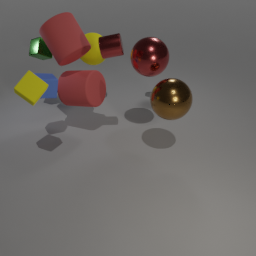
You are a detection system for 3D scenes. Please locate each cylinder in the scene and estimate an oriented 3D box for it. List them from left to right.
[{"bbox_3d":[-2.303,-3.256,10.342,1.400,1.400,1.400,-31,5,3],"label":"cylinder"},{"bbox_3d":[-1.797,-1.549,11.002,1.400,1.400,1.400,5,30,27],"label":"cylinder"},{"bbox_3d":[-0.540,-2.651,9.078,0.700,0.700,0.700,-9,30,6],"label":"cylinder"}]

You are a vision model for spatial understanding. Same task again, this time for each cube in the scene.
[{"bbox_3d":[-2.907,-1.179,8.408,0.700,0.700,0.700,-56,16,-14],"label":"cube"},{"bbox_3d":[-3.632,-3.312,11.745,0.700,0.700,0.700,3,-4,41],"label":"cube"},{"bbox_3d":[-2.939,-1.500,9.929,0.700,0.700,0.700,-5,29,-32],"label":"cube"}]

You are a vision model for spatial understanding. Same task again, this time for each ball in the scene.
[{"bbox_3d":[-1.572,-3.526,12.522,1.400,1.400,1.400,0,31,0],"label":"ball"},{"bbox_3d":[0.787,-2.554,10.094,1.400,1.400,1.400,0,31,0],"label":"ball"},{"bbox_3d":[1.441,-0.959,9.357,1.400,1.400,1.400,0,31,0],"label":"ball"}]
